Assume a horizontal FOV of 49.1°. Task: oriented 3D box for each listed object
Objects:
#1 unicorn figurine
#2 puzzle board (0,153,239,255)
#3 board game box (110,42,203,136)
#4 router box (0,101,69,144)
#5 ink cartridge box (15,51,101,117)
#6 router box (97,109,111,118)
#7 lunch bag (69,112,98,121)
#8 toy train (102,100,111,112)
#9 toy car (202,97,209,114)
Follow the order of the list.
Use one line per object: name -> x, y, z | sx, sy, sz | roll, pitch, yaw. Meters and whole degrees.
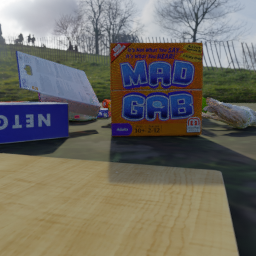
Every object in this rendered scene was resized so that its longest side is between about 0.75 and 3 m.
unicorn figurine -> 3.148, -0.417, 7.837 | 1.763, 0.948, 2.566 | 16, 28, 32
puzzle board -> -0.655, 0.554, 1.213 | 2.156, 0.249, 2.861 | 3, 7, 15
board game box -> 0.531, -0.855, 6.520 | 1.876, 1.877, 1.878 | -1, 6, -3
router box -> -3.021, -0.162, 5.605 | 2.832, 0.692, 2.541 | -5, 8, -41
ink cartridge box -> -2.016, -1.223, 7.781 | 2.150, 0.466, 2.111 | 11, 32, -31
router box -> -1.406, -0.625, 11.606 | 1.325, 0.324, 1.189 | 0, 6, 2
lunch bag -> -1.780, -0.594, 10.003 | 1.307, 0.628, 1.629 | 1, 6, 9
toy train -> 0.462, -0.520, 9.326 | 2.593, 0.721, 1.948 | 4, 5, 10
toy car -> 2.042, -2.060, 12.526 | 2.456, 2.990, 2.359 | -3, 7, -27
